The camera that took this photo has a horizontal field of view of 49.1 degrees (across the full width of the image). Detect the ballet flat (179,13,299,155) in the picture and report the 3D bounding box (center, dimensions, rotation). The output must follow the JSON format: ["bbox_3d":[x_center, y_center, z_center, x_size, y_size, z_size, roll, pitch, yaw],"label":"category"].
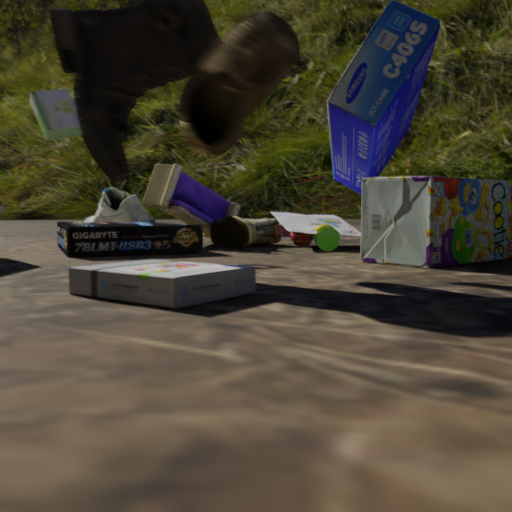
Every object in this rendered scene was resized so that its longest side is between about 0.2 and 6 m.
[{"bbox_3d":[-0.434,-1.867,6.808,0.690,1.003,2.977,-50,13,-23],"label":"ballet flat"}]

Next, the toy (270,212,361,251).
[{"bbox_3d":[1.246,-0.501,12.292,1.553,0.637,2.697,3,9,-8],"label":"toy"}]

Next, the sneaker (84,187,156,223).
[{"bbox_3d":[-3.374,-1.034,13.330,2.909,1.260,1.090,2,33,46],"label":"sneaker"}]

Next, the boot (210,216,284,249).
[{"bbox_3d":[-0.031,-0.528,12.315,1.487,0.693,1.922,-1,3,-25],"label":"boot"}]

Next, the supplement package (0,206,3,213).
[{"bbox_3d":[-5.231,-0.725,9.047,1.446,1.030,1.857,35,-18,-35],"label":"supplement package"}]

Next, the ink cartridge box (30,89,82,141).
[{"bbox_3d":[-3.470,-2.730,10.687,1.378,1.003,0.330,-16,-24,-30],"label":"ink cartridge box"}]

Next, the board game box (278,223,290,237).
[{"bbox_3d":[0.540,-0.869,18.225,3.037,0.490,1.823,4,2,43],"label":"board game box"}]

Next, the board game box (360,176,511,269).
[{"bbox_3d":[2.952,-0.566,8.783,2.477,1.299,1.276,-5,7,-38],"label":"board game box"}]

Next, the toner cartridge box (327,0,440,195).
[{"bbox_3d":[2.359,-2.747,10.962,0.938,2.064,4.346,31,-4,12],"label":"toner cartridge box"}]

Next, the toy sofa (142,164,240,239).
[{"bbox_3d":[-1.332,-1.202,13.233,1.223,1.038,2.506,11,-11,37],"label":"toy sofa"}]

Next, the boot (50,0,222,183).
[{"bbox_3d":[-1.478,-2.586,8.034,2.359,2.710,0.938,-16,5,-16],"label":"boot"}]

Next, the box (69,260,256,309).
[{"bbox_3d":[-0.891,0.234,5.303,1.411,0.290,1.100,5,7,37],"label":"box"}]

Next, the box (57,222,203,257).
[{"bbox_3d":[-2.533,-0.364,10.920,2.419,0.606,2.437,-3,6,-23],"label":"box"}]

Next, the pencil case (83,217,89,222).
[{"bbox_3d":[-5.046,-0.971,18.320,0.658,0.646,1.540,21,11,12],"label":"pencil case"}]
